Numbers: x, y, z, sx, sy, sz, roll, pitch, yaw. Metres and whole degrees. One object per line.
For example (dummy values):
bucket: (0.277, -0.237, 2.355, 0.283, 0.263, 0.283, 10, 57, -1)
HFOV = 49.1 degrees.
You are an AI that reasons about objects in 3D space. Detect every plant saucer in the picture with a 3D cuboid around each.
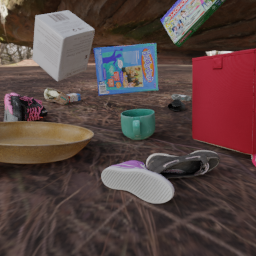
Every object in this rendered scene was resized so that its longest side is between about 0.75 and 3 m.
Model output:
plant saucer: (-2.127, 0.287, 6.124, 2.728, 0.483, 2.728, 4, 9, -1)

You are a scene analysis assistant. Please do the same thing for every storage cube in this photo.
storage cube: (2.932, -0.698, 6.680, 2.019, 2.123, 2.362, -7, 11, -23)

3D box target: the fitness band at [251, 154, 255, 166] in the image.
fitness band: (3.019, 0.646, 5.795, 0.814, 0.212, 1.133, 5, 16, 16)

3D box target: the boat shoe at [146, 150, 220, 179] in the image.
boat shoe: (1.067, 0.718, 5.058, 1.512, 0.506, 0.431, 0, 30, -19)

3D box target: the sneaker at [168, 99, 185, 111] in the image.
sneaker: (1.839, -0.913, 11.115, 0.625, 0.360, 1.199, 1, 18, -14)

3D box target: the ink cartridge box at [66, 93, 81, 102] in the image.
ink cartridge box: (-2.690, -1.386, 12.938, 0.509, 0.294, 0.876, 14, 21, 41)

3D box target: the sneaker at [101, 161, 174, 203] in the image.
sneaker: (0.289, 0.809, 4.742, 1.346, 0.488, 0.768, 12, 16, 36)

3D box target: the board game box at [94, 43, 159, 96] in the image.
board game box: (-0.031, -1.359, 6.511, 1.423, 1.082, 0.320, -5, 17, -3)

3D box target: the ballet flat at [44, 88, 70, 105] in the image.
ballet flat: (-3.317, -1.494, 12.443, 1.916, 0.652, 0.644, 14, -13, 43)

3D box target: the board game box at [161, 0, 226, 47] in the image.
board game box: (2.140, -3.948, 9.285, 0.315, 2.165, 1.457, 17, 42, -40)

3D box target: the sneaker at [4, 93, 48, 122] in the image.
sneaker: (-3.232, -0.555, 8.954, 1.288, 1.067, 2.700, 7, 14, -18)

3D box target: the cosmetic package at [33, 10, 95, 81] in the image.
cosmetic package: (-2.381, -3.030, 10.255, 1.509, 1.814, 1.518, 40, 46, 17)

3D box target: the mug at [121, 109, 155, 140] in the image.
mug: (0.221, -0.057, 7.410, 0.905, 0.681, 1.101, 9, 21, 37)

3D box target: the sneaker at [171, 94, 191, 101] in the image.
sneaker: (2.468, -1.393, 13.055, 0.895, 0.315, 0.359, 9, 8, 8)
